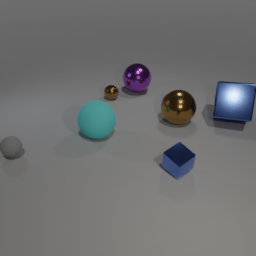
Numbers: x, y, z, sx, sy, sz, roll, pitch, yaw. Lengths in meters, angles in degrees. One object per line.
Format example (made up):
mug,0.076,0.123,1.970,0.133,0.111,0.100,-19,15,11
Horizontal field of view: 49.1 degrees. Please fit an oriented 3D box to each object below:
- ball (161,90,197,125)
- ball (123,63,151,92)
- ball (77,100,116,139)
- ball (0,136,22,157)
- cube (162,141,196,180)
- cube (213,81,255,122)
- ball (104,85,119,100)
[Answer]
ball,2.008,-0.825,11.148,1.400,1.400,1.400,0,31,0
ball,0.444,-2.464,13.747,1.400,1.400,1.400,0,31,0
ball,-1.145,-0.307,10.262,1.400,1.400,1.400,0,31,0
ball,-3.867,0.616,9.261,0.700,0.700,0.700,0,31,0
cube,1.533,0.987,8.505,0.700,0.700,0.700,-32,54,-24
cube,4.157,-1.058,11.066,1.400,1.400,1.400,8,7,16
ball,-0.796,-1.697,13.303,0.700,0.700,0.700,0,31,0
